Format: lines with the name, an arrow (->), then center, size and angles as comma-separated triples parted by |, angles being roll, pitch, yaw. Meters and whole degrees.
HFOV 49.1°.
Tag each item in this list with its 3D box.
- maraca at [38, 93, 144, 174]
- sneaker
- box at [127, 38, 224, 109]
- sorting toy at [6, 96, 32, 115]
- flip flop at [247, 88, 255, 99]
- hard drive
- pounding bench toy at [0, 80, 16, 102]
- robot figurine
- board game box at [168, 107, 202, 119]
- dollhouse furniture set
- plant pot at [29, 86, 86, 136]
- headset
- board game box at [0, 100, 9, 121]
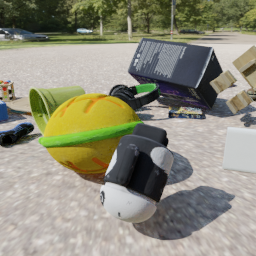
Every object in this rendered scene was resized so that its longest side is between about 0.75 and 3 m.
maraca -> -0.870, 0.120, 5.988 | 2.043, 1.594, 2.980 | -8, 1, -28
sneaker -> -2.926, 0.181, 7.362 | 0.446, 0.402, 1.146 | 25, 36, 36
box -> 1.763, -1.964, 10.066 | 2.776, 1.448, 2.054 | 20, -5, 34
sorting toy -> -3.243, -0.858, 10.198 | 2.121, 0.387, 1.963 | 4, 20, 23
flip flop -> 5.202, -1.474, 11.666 | 0.598, 0.425, 1.475 | 11, 23, 27
hard drive -> 2.702, 0.497, 5.672 | 1.406, 0.927, 0.185 | 6, 21, 17
pounding bench toy -> -5.113, -1.488, 11.179 | 1.014, 0.791, 0.630 | -2, 21, -6
robot figurine -> 0.134, 0.650, 4.119 | 1.064, 1.416, 0.884 | 32, -20, -29
board game box -> 1.916, -0.516, 9.442 | 1.089, 0.188, 0.738 | 3, 21, 10
dollhouse furniture set -> 4.124, -1.208, 8.051 | 2.141, 2.443, 1.623 | -41, -9, 40
plant pot -> -1.798, -0.568, 7.615 | 1.286, 1.399, 1.399 | -21, 28, -33
headset -> -0.277, -1.069, 9.311 | 2.678, 1.258, 1.654 | -18, 21, 4
board game box -> -5.404, -0.647, 9.200 | 1.997, 0.591, 2.626 | -16, 26, -37
